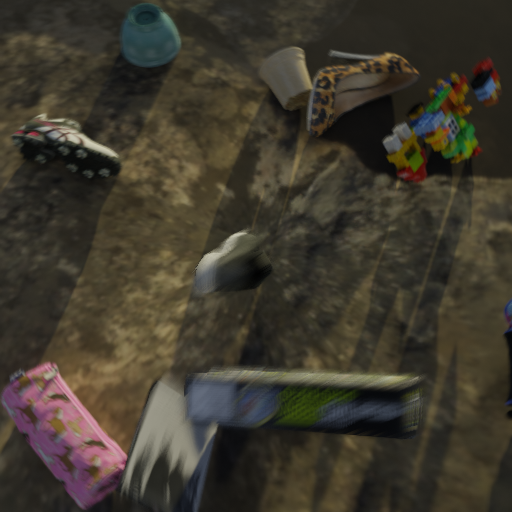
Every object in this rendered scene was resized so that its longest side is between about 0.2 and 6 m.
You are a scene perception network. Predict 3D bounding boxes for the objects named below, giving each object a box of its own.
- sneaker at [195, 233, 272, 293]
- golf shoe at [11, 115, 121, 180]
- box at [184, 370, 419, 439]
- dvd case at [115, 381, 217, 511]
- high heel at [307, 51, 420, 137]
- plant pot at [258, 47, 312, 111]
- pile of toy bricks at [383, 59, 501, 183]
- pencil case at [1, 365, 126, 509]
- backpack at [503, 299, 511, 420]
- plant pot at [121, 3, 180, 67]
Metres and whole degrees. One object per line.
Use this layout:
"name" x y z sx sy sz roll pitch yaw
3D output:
"sneaker" -0.147 0.130 8.441 0.903 1.995 0.663 7 107 16
"golf shoe" -3.373 -2.078 10.249 2.118 0.818 0.933 17 58 8
"box" 0.644 1.675 6.587 2.426 1.943 0.537 -1 79 17
"dvd case" -1.012 2.342 6.701 1.052 0.173 1.400 41 37 -23
"high heel" 2.027 -3.020 10.593 1.829 0.916 2.566 14 55 14
"plant pot" 0.655 -3.362 10.880 0.965 0.965 0.884 -21 77 -10
"pile of toy bricks" 3.645 -2.322 10.250 2.682 1.488 1.324 -47 111 -31
"pencil case" -2.678 2.503 7.904 2.107 0.912 0.872 44 47 19
"backpack" 5.162 1.422 7.478 2.870 2.621 1.931 6 71 -1
"plant pot" -2.216 -4.617 11.492 1.213 0.813 1.213 0 63 -1
